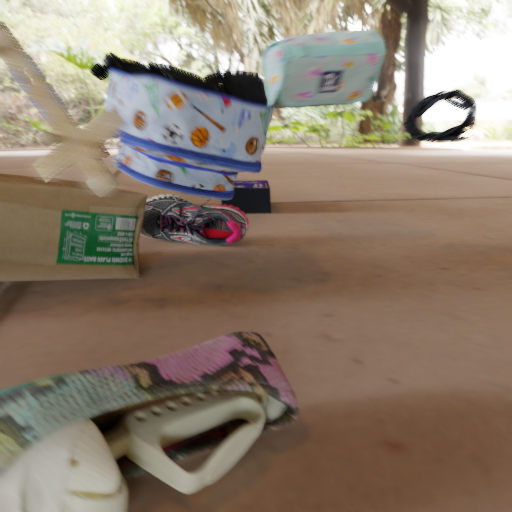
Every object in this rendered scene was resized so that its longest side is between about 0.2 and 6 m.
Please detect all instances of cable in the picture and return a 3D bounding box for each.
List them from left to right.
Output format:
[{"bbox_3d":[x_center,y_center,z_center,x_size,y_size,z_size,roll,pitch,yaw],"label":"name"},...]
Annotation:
[{"bbox_3d":[3.280,-2.508,10.049,1.276,1.041,0.324,1,-16,24],"label":"cable"}]

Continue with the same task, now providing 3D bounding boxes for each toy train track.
[{"bbox_3d":[-2.558,-1.774,6.908,1.365,2.380,0.387,-31,11,14],"label":"toy train track"}]

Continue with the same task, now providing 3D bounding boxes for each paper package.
[{"bbox_3d":[-3.385,-0.481,8.424,2.631,1.361,2.508,1,10,-43],"label":"paper package"}]

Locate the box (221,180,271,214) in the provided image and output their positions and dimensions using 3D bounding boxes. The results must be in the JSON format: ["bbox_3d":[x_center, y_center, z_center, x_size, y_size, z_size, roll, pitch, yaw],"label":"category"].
[{"bbox_3d":[-0.285,-1.625,15.266,1.301,0.727,1.843,-3,14,-1],"label":"box"}]

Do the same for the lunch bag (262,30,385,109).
[{"bbox_3d":[1.319,-3.901,11.718,2.132,1.526,2.503,-5,7,-8],"label":"lunch bag"}]

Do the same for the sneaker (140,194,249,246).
[{"bbox_3d":[-1.333,-0.681,10.942,2.329,0.939,0.870,2,16,5],"label":"sneaker"}]

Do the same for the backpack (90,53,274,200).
[{"bbox_3d":[-1.046,-1.984,8.633,2.729,2.102,2.599,1,11,-24],"label":"backpack"}]

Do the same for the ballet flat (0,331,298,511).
[{"bbox_3d":[-0.798,1.198,3.673,2.736,0.946,0.974,-10,38,-37],"label":"ballet flat"}]
